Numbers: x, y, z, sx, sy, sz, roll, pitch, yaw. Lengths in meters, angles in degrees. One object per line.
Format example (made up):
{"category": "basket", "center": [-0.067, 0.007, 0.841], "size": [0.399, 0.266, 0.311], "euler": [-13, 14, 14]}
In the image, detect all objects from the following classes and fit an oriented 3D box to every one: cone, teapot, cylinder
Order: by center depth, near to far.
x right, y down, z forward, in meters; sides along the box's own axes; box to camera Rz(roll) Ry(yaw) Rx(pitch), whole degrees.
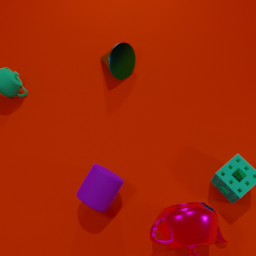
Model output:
{"category": "teapot", "center": [1.265, 2.074, 5.645], "size": [2.014, 1.252, 0.986], "euler": [9, 59, -30]}
{"category": "cylinder", "center": [-0.609, 1.314, 6.163], "size": [0.776, 0.776, 0.776], "euler": [30, 87, 17]}
{"category": "teapot", "center": [-3.337, -1.331, 7.727], "size": [0.667, 1.361, 0.847], "euler": [-37, 39, 7]}
{"category": "cone", "center": [-0.514, -2.095, 8.551], "size": [1.077, 1.073, 1.073], "euler": [21, 57, 42]}

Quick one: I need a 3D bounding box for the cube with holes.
{"category": "cube with holes", "center": [2.430, 1.163, 6.358], "size": [0.705, 0.705, 0.705], "euler": [-38, 67, -11]}
